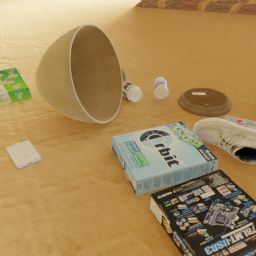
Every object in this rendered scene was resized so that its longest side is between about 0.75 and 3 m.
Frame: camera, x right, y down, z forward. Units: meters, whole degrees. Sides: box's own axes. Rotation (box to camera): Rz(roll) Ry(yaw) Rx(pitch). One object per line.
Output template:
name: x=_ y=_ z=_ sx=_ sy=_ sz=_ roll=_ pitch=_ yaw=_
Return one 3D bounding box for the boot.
boot: x=2.846 y=0.361 z=7.667 sx=2.163 sy=0.796 sz=1.034 roll=11 pitch=29 yaw=14

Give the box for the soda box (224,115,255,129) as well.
soda box: x=3.594 y=0.106 z=8.330 sx=1.590 sy=0.504 sz=0.543 roll=15 pitch=36 yaw=21

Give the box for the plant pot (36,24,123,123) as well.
plant pot: x=-1.740 y=-1.597 z=9.030 sx=2.016 sy=3.002 sz=3.002 roll=-3 pitch=30 yaw=26

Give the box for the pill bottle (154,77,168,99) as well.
pill bottle: x=1.190 y=-1.488 z=10.201 sx=0.506 sy=0.506 sz=0.903 roll=1 pitch=35 yaw=2

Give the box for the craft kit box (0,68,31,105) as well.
craft kit box: x=-5.224 y=-1.529 z=10.802 sx=2.358 sy=0.572 sz=2.329 roll=-18 pitch=40 yaw=-25

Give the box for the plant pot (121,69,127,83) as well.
plant pot: x=-0.606 y=-1.788 z=10.946 sx=0.951 sy=0.951 sz=0.825 roll=8 pitch=51 yaw=12

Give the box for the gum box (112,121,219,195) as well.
gum box: x=0.900 y=0.684 z=7.461 sx=2.223 sy=0.495 sz=1.889 roll=-11 pitch=35 yaw=-16

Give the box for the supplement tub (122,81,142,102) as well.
supplement tub: x=0.115 y=-1.366 z=10.488 sx=0.566 sy=0.566 sz=0.807 roll=-18 pitch=37 yaw=-24

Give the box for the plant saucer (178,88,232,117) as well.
plant saucer: x=2.808 y=-1.012 z=10.232 sx=1.921 sy=0.283 sz=1.921 roll=-1 pitch=34 yaw=1

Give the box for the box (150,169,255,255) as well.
box: x=1.749 y=1.840 z=5.745 sx=1.968 sy=0.489 sz=1.953 roll=-15 pitch=37 yaw=-21

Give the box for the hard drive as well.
hard drive: x=-2.898 y=0.713 z=7.760 sx=0.640 sy=0.123 sz=0.970 roll=-22 pitch=40 yaw=-30
